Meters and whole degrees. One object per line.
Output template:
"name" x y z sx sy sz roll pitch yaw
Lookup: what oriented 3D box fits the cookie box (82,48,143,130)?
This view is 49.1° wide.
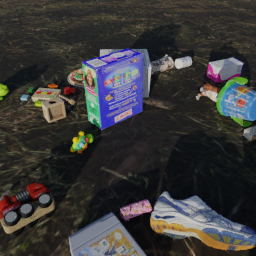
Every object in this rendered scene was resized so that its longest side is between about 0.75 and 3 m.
"cookie box" -0.549 -1.602 11.531 2.316 2.708 1.017 -26 42 -31

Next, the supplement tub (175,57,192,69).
"supplement tub" 3.222 -3.807 16.273 0.858 0.566 0.566 -19 41 -25

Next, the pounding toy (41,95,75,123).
"pounding toy" -2.996 -1.030 12.069 1.303 1.145 0.596 -23 42 -27

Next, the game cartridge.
"game cartridge" -0.434 3.302 6.918 1.577 0.492 2.368 -20 41 -30

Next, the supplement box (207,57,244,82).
"supplement box" 5.242 -3.153 15.155 1.679 0.849 0.868 -15 40 -19

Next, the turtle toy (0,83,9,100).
"turtle toy" -6.474 -1.656 13.140 1.713 0.866 1.248 -4 37 -5

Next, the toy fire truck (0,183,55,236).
"toy fire truck" -3.112 2.114 8.191 1.448 1.058 1.645 -26 54 -29

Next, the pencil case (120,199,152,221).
"pencil case" 0.232 2.386 8.161 0.925 0.400 0.383 -15 -4 -21

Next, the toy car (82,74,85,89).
"toy car" -1.598 -1.595 12.805 0.389 1.744 1.641 -9 7 9

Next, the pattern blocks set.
"pattern blocks set" -3.922 -1.605 13.643 2.241 0.182 1.970 11 38 14

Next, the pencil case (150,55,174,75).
"pencil case" 1.693 -3.516 15.721 1.779 0.692 0.795 -25 78 -29

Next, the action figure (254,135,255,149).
"action figure" 5.506 0.694 9.646 1.511 1.297 2.542 -14 44 -17

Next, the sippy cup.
"sippy cup" 4.583 -0.989 11.147 1.938 1.522 1.420 24 8 -37

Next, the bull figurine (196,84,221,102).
"bull figurine" 4.231 -1.467 13.062 2.037 0.663 1.237 29 45 33

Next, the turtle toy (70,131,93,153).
"turtle toy" -1.697 0.530 10.452 0.510 0.736 1.010 32 43 8

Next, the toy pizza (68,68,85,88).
"toy pizza" -2.156 -2.829 15.131 2.203 0.349 2.203 0 37 0

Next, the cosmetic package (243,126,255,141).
"cosmetic package" 5.095 0.182 11.156 0.876 0.311 0.461 -14 39 -18

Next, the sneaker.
"sneaker" 2.038 2.383 7.506 2.760 1.039 1.216 11 48 12

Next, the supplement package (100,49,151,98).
"supplement package" -0.169 -2.629 13.571 2.301 1.746 1.733 -2 44 -4
